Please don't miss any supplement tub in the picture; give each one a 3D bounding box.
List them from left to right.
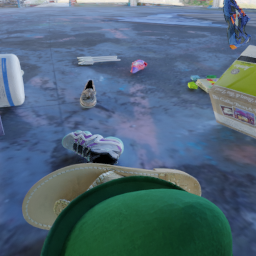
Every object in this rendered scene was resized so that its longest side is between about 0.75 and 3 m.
[{"bbox_3d":[-4.674,-1.403,8.720,2.537,1.674,1.674,-7,29,-13],"label":"supplement tub"}]

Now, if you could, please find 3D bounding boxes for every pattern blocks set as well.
[{"bbox_3d":[3.241,-1.626,10.702,1.871,0.173,2.129,1,28,2],"label":"pattern blocks set"}]

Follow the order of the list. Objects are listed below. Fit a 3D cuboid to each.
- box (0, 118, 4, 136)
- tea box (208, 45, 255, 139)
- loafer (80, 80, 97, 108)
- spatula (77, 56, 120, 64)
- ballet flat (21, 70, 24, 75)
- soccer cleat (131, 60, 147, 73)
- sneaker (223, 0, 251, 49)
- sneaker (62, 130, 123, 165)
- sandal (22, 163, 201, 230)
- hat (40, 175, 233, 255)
[{"bbox_3d":[-4.777,-0.830,6.334,1.775,2.880,2.857,23,36,37],"label":"box"},{"bbox_3d":[3.592,-0.873,7.285,2.002,1.360,2.035,-44,45,-15],"label":"tea box"},{"bbox_3d":[-1.354,-1.194,9.560,0.562,0.491,1.563,-2,28,-3],"label":"loafer"},{"bbox_3d":[-1.488,-3.455,14.191,2.094,0.168,1.456,-5,23,-11],"label":"spatula"},{"bbox_3d":[-4.887,-2.051,11.333,1.302,0.452,0.452,-11,30,-11],"label":"ballet flat"},{"bbox_3d":[0.489,-2.778,12.616,0.516,0.450,1.350,13,28,11],"label":"soccer cleat"},{"bbox_3d":[3.153,-3.174,8.052,0.658,1.678,0.632,-7,16,28],"label":"sneaker"},{"bbox_3d":[-0.887,0.539,6.245,1.471,0.572,1.029,4,28,8],"label":"sneaker"},{"bbox_3d":[-0.137,1.142,4.359,2.996,1.098,0.985,-2,4,-13],"label":"sandal"},{"bbox_3d":[0.506,1.012,2.579,2.846,2.505,2.357,-11,59,-17],"label":"hat"}]
